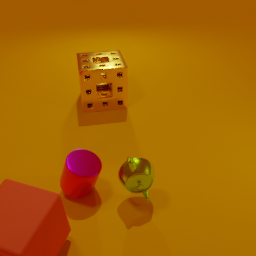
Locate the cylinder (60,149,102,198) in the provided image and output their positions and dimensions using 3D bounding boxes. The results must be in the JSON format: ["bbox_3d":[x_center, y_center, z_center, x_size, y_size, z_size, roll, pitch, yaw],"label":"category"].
[{"bbox_3d":[-0.982,0.944,5.792,0.740,0.740,0.740,14,40,-12],"label":"cylinder"}]

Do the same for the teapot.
[{"bbox_3d":[0.201,0.989,5.477,0.739,1.189,0.582,-22,35,2],"label":"teapot"}]

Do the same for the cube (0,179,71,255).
[{"bbox_3d":[-1.699,1.644,4.465,1.063,1.063,1.063,11,41,16],"label":"cube"}]

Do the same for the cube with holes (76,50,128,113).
[{"bbox_3d":[-0.824,-1.492,8.828,1.392,1.392,1.392,-6,36,-9],"label":"cube with holes"}]
